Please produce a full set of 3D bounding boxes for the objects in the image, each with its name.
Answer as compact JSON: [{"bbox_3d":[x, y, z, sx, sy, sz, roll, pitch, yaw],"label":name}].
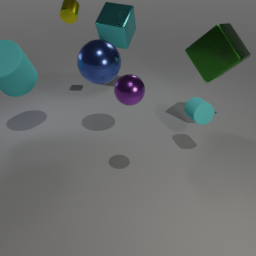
[{"bbox_3d":[2.224,-0.540,8.778,0.700,0.700,0.700,-7,24,-13],"label":"cylinder"},{"bbox_3d":[-0.916,-2.101,8.951,1.400,1.400,1.400,0,29,0],"label":"ball"},{"bbox_3d":[3.121,-2.603,9.702,1.400,1.400,1.400,-34,-3,39],"label":"cube"},{"bbox_3d":[-0.529,-4.768,13.082,1.400,1.400,1.400,14,67,14],"label":"cube"},{"bbox_3d":[-2.351,-4.730,11.320,0.700,0.700,0.700,4,64,6],"label":"cylinder"},{"bbox_3d":[0.036,-0.855,6.312,0.700,0.700,0.700,0,29,0],"label":"ball"},{"bbox_3d":[-3.959,-1.963,9.393,1.400,1.400,1.400,-1,70,3],"label":"cylinder"}]
